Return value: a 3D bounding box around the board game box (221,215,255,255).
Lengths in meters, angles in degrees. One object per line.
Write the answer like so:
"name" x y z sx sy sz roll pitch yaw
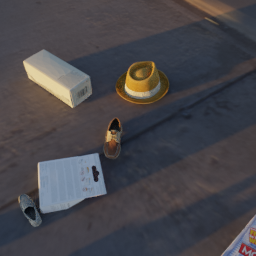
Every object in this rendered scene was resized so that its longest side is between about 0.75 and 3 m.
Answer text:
"board game box" 3.108 3.241 6.484 2.152 0.664 2.150 27 56 21

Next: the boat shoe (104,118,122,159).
"boat shoe" -0.484 0.295 8.988 0.568 0.538 1.500 2 51 0

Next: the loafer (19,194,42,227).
"loafer" -2.663 2.169 7.562 0.370 0.369 1.057 -33 58 -24

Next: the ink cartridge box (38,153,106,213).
"ink cartridge box" -1.638 1.546 8.085 1.799 0.513 1.462 -6 50 -14

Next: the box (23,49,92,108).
"box" -2.655 -1.913 10.593 2.622 0.896 1.077 34 58 25

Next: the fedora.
"fedora" 0.561 -1.879 10.580 2.171 0.885 2.171 0 50 0
